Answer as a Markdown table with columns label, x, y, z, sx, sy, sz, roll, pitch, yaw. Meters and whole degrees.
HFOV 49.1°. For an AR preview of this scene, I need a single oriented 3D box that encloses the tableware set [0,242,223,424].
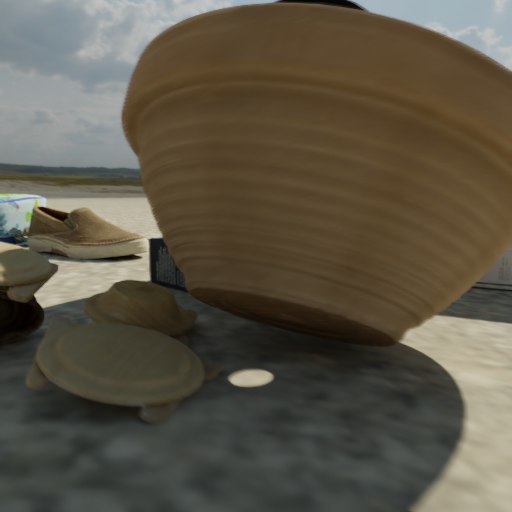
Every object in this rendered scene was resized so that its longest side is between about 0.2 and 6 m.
| label | x | y | z | sx | sy | sz | roll | pitch | yaw |
| --- | --- | --- | --- | --- | --- | --- | --- | --- | --- |
| tableware set | -1.673 | 0.458 | 4.365 | 2.923 | 0.339 | 2.442 | 14 | 13 | -2 |

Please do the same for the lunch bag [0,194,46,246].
| label | x | y | z | sx | sy | sz | roll | pitch | yaw |
| --- | --- | --- | --- | --- | --- | --- | --- | --- | --- |
| lunch bag | -6.090 | -0.761 | 11.983 | 2.840 | 1.171 | 2.283 | 1 | 9 | 10 |

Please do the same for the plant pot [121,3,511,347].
| label | x | y | z | sx | sy | sz | roll | pitch | yaw |
| --- | --- | --- | --- | --- | --- | --- | --- | --- | --- |
| plant pot | 0.450 | -0.235 | 4.455 | 3.367 | 1.554 | 3.367 | 14 | -14 | 4 |

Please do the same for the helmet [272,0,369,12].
| label | x | y | z | sx | sy | sz | roll | pitch | yaw |
| --- | --- | --- | --- | --- | --- | --- | --- | --- | --- |
| helmet | 0.806 | -1.410 | 7.613 | 3.291 | 3.291 | 3.138 | 3 | -22 | 21 |

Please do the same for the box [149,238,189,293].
| label | x | y | z | sx | sy | sz | roll | pitch | yaw |
| --- | --- | --- | --- | --- | --- | --- | --- | --- | --- |
| box | -0.747 | 0.089 | 7.569 | 0.910 | 0.642 | 1.230 | -7 | 10 | -42 |

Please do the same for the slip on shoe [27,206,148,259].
| label | x | y | z | sx | sy | sz | roll | pitch | yaw |
| --- | --- | --- | --- | --- | --- | --- | --- | --- | --- |
| slip on shoe | -3.351 | -0.487 | 10.904 | 3.002 | 0.910 | 1.141 | 6 | 9 | 36 |

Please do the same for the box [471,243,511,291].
| label | x | y | z | sx | sy | sz | roll | pitch | yaw |
| --- | --- | --- | --- | --- | --- | --- | --- | --- | --- |
| box | 3.750 | -0.347 | 7.240 | 2.756 | 1.607 | 0.829 | 3 | 8 | 29 |

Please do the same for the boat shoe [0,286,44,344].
| label | x | y | z | sx | sy | sz | roll | pitch | yaw |
| --- | --- | --- | --- | --- | --- | --- | --- | --- | --- |
| boat shoe | -2.632 | 0.487 | 4.389 | 0.732 | 0.731 | 1.979 | 14 | 15 | 40 |
